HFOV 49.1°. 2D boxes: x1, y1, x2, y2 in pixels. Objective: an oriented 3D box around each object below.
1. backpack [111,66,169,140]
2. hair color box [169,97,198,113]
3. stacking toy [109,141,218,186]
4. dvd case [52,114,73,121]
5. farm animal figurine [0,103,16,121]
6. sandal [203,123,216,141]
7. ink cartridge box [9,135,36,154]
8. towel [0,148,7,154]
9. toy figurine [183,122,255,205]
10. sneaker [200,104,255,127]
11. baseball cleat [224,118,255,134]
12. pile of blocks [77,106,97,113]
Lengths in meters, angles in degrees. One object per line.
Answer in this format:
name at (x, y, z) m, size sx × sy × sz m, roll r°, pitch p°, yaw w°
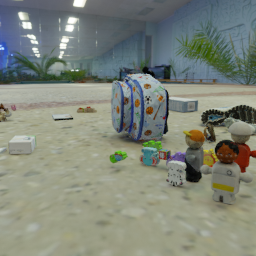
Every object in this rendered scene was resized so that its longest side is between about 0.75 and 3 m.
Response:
backpack at (0.404, -0.685, 9.359) m, size 1.878 × 2.438 × 2.323 m, roll -10°, pitch 20°, yaw -19°
hair color box at (2.912, -1.395, 16.425) m, size 1.094 × 0.670 × 2.211 m, roll -7°, pitch 14°, yaw -31°
stacking toy at (0.824, 0.753, 6.676) m, size 2.128 × 0.500 × 1.605 m, roll 7°, pitch 12°, yaw 39°
dvd case at (-3.203, -0.534, 13.653) m, size 0.884 × 0.109 × 1.239 m, roll -4°, pitch 12°, yaw -19°
farm animal figurine at (-5.847, -0.633, 13.066) m, size 1.318 × 0.663 × 1.064 m, roll 12°, pitch 35°, yaw 33°
sandal at (2.738, 0.130, 9.518) m, size 0.362 × 0.542 × 1.325 m, roll -15°, pitch 10°, yaw 12°
ink cartridge box at (-3.046, 0.474, 8.134) m, size 0.611 × 0.368 × 0.842 m, roll -1°, pitch 13°, yaw -8°
towel at (-3.994, 0.662, 7.863) m, size 0.942 × 0.112 × 0.692 m, roll 0°, pitch 11°, yaw 3°
toy figurine at (2.083, 0.566, 5.538) m, size 1.746 × 1.234 × 1.774 m, roll -3°, pitch 12°, yaw -14°
sneaker at (4.231, -0.568, 11.882) m, size 2.390 × 0.937 × 1.075 m, roll 1°, pitch 9°, yaw 4°
baseball cleat at (4.313, -0.033, 10.591) m, size 0.742 × 0.486 × 1.393 m, roll 2°, pitch 19°, yaw -26°
pile of blocks at (-2.289, -1.037, 15.496) m, size 1.115 × 0.347 × 0.458 m, roll -1°, pitch 12°, yaw -5°
